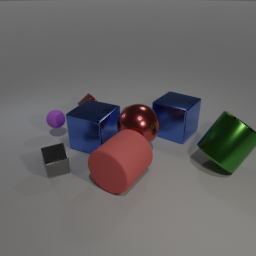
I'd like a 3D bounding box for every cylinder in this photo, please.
[{"bbox_3d":[3.117,0.423,8.686,1.400,1.400,1.400,35,11,-8],"label":"cylinder"},{"bbox_3d":[-0.203,0.948,8.174,1.400,1.400,1.400,17,34,29],"label":"cylinder"}]

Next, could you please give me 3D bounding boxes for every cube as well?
[{"bbox_3d":[-1.186,-0.035,10.032,1.400,1.400,1.400,13,32,23],"label":"cube"},{"bbox_3d":[-2.241,1.001,8.665,0.700,0.700,0.700,-14,50,-20],"label":"cube"},{"bbox_3d":[1.847,-0.443,10.829,1.400,1.400,1.400,18,33,30],"label":"cube"},{"bbox_3d":[-1.661,-0.976,12.178,0.700,0.700,0.700,-44,28,-5],"label":"cube"}]

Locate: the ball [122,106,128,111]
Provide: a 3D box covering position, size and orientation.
[{"bbox_3d":[0.070,-0.521,11.125,0.700,0.700,0.700,0,28,0],"label":"ball"}]

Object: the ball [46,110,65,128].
[{"bbox_3d":[-2.717,-0.335,10.555,0.700,0.700,0.700,0,28,0],"label":"ball"}]

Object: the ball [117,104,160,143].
[{"bbox_3d":[0.340,-0.093,9.189,1.400,1.400,1.400,0,28,0],"label":"ball"}]
